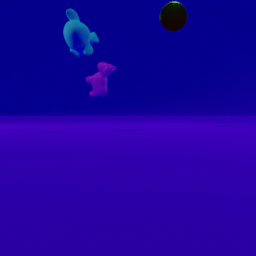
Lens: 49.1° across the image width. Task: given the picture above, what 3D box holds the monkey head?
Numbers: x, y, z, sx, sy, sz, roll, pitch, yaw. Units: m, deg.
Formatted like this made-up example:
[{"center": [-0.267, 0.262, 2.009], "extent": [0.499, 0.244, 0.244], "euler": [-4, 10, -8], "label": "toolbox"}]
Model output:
[{"center": [-1.134, -2.305, 7.031], "extent": [0.924, 1.285, 0.774], "euler": [-22, -7, -22], "label": "monkey head"}]

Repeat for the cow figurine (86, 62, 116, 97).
[{"center": [-1.092, -2.063, 12.015], "extent": [1.408, 1.431, 0.786], "euler": [-8, 9, 29], "label": "cow figurine"}]

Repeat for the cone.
[{"center": [1.468, -3.732, 9.570], "extent": [0.910, 0.910, 0.914], "euler": [0, 14, -2], "label": "cone"}]
